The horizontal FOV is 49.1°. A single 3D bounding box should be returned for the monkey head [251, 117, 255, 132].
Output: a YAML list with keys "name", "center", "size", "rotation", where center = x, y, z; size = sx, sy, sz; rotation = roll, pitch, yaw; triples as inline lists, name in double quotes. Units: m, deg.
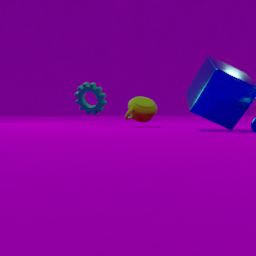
- name: "monkey head"
  center: [3.342, -0.455, 6.389]
  size: [1.449, 1.043, 0.873]
  rotation: [-26, -8, -33]

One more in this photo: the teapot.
- name: "teapot"
  center: [0.505, -0.580, 9.500]
  size: [1.592, 0.780, 0.990]
  rotation: [-19, 43, -40]

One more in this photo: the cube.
- name: "cube"
  center: [2.349, -0.916, 7.180]
  size: [1.221, 1.221, 1.221]
  rotation: [23, 28, -8]

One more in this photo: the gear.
- name: "gear"
  center: [-1.578, -1.229, 11.842]
  size: [1.368, 1.368, 0.253]
  rotation: [1, 24, 21]
